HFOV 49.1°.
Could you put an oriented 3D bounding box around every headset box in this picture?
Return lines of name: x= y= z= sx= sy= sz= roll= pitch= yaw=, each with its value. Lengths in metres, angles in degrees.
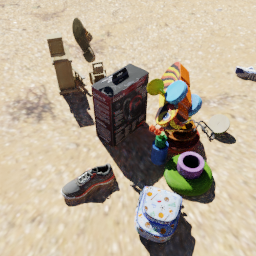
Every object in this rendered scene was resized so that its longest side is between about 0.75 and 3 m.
headset box: x=-0.179 y=-0.706 z=7.768 sx=0.761 sy=2.028 sz=1.507 roll=32 pitch=53 yaw=29

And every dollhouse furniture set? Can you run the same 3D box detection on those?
dollhouse furniture set: x=-1.697 y=-2.454 z=9.569 sx=1.814 sy=2.051 sz=1.140 roll=-12 pitch=45 yaw=-11

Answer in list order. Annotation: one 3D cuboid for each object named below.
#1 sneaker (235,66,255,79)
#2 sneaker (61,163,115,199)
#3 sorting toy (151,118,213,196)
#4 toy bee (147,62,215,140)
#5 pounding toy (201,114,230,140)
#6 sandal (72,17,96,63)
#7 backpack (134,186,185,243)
sneaker: x=4.450 y=-2.124 z=10.508 sx=0.836 sy=0.338 sz=0.483 roll=21 pitch=44 yaw=11
sneaker: x=-0.996 y=1.207 z=6.833 sx=1.398 sy=0.573 sz=0.539 roll=-24 pitch=49 yaw=-23
sorting toy: x=1.361 y=0.470 z=7.283 sx=1.473 sy=1.007 sz=2.452 roll=-4 pitch=44 yaw=-5
toy bee: x=0.705 y=-0.357 z=4.717 sx=0.937 sy=1.128 sz=1.724 roll=-34 pitch=19 yaw=28
pounding toy: x=2.640 y=-0.003 z=8.324 sx=0.807 sy=0.375 sz=0.623 roll=-30 pitch=54 yaw=8
sandal: x=-0.979 y=-2.089 z=6.723 sx=0.362 sy=0.404 sz=1.101 roll=-20 pitch=88 yaw=-50
backpack: x=0.646 y=1.853 z=6.027 sx=1.116 sy=0.860 sz=1.063 roll=13 pitch=56 yaw=9
